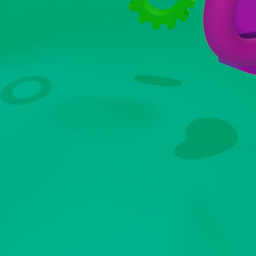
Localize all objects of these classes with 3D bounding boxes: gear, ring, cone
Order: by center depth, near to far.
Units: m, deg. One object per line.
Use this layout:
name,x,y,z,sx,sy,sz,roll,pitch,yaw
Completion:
ring,1.631,-1.466,3.184,1.670,1.670,0.334,-11,46,-14
cone,1.878,-1.384,4.862,1.373,1.373,1.378,-5,-5,-7
gear,0.788,-3.170,6.691,1.649,1.649,0.305,9,52,12
